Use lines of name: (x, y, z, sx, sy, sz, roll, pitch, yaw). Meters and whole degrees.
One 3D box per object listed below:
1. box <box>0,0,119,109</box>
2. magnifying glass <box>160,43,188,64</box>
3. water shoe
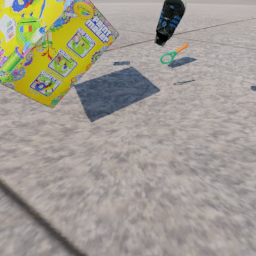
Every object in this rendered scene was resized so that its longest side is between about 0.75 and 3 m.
box: (-2.019, -2.294, 6.607, 2.510, 2.417, 1.531, 51, 11, 33)
magnifying glass: (1.476, -2.384, 8.985, 1.016, 0.405, 0.114, -28, 51, 32)
water shoe: (1.549, -3.979, 10.521, 0.851, 2.382, 0.940, 24, 70, 7)
